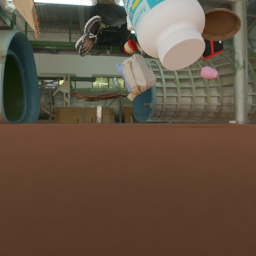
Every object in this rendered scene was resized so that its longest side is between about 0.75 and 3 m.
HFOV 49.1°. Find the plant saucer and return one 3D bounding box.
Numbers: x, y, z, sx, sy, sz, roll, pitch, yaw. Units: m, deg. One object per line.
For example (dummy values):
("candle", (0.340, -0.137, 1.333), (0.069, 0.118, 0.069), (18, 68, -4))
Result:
("plant saucer", (2.504, -2.885, 7.802), (1.211, 0.178, 1.211), (9, -21, 3))

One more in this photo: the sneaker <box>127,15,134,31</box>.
("sneaker", (0.930, -4.402, 11.224), (2.005, 0.887, 0.754), (-6, 3, -21))

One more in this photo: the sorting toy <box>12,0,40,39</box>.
("sorting toy", (-2.590, -3.142, 6.969), (0.262, 1.437, 1.330), (-32, -7, -18))

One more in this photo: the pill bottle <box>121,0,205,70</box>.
("pill bottle", (0.805, -2.827, 6.722), (1.600, 2.889, 1.600), (-15, -26, -7))

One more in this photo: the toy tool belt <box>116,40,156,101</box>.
("toy tool belt", (0.106, -2.550, 12.558), (1.463, 2.381, 1.487), (-32, -14, 36))

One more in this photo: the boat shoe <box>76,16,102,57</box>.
("boat shoe", (-1.086, -2.624, 8.124), (0.483, 0.385, 1.277), (-1, -35, -37))

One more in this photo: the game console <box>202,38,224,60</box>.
("game console", (3.901, -3.846, 12.975), (1.055, 1.193, 0.185), (-20, -30, 41))

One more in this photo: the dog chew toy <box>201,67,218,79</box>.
("dog chew toy", (3.611, -2.396, 12.285), (0.529, 0.529, 0.849), (-1, 20, -30))
